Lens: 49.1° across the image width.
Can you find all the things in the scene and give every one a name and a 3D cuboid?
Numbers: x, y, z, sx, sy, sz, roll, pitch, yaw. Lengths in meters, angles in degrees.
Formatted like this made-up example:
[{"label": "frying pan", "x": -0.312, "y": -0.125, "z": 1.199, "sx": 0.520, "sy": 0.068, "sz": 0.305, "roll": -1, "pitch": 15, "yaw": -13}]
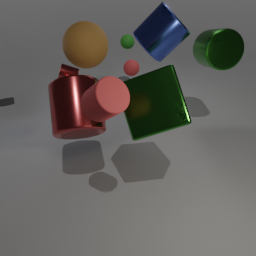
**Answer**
[{"label": "cube", "x": 0.697, "y": -0.580, "z": 6.966, "sx": 1.400, "sy": 1.400, "sz": 1.400, "roll": -18, "pitch": -2, "yaw": 12}, {"label": "ball", "x": -1.304, "y": -2.545, "z": 8.617, "sx": 1.400, "sy": 1.400, "sz": 1.400, "roll": 0, "pitch": 31, "yaw": 0}, {"label": "ball", "x": -0.027, "y": -4.287, "z": 13.932, "sx": 0.700, "sy": 0.700, "sz": 0.700, "roll": 0, "pitch": 31, "yaw": 0}, {"label": "cylinder", "x": -0.432, "y": -0.524, "z": 5.242, "sx": 0.700, "sy": 0.700, "sz": 0.700, "roll": -23, "pitch": 1, "yaw": -33}, {"label": "cylinder", "x": 3.257, "y": -2.882, "z": 10.227, "sx": 1.400, "sy": 1.400, "sz": 1.400, "roll": -3, "pitch": 18, "yaw": -5}, {"label": "cylinder", "x": -1.357, "y": -0.512, "z": 7.487, "sx": 1.400, "sy": 1.400, "sz": 1.400, "roll": -8, "pitch": -11, "yaw": -2}, {"label": "cylinder", "x": 1.136, "y": -3.233, "z": 9.527, "sx": 1.400, "sy": 1.400, "sz": 1.400, "roll": 40, "pitch": 23, "yaw": -21}, {"label": "cylinder", "x": -2.326, "y": -2.069, "z": 10.911, "sx": 0.700, "sy": 0.700, "sz": 0.700, "roll": 15, "pitch": 28, "yaw": -16}, {"label": "ball", "x": 0.148, "y": -2.610, "z": 12.167, "sx": 0.700, "sy": 0.700, "sz": 0.700, "roll": 0, "pitch": 31, "yaw": 0}]
